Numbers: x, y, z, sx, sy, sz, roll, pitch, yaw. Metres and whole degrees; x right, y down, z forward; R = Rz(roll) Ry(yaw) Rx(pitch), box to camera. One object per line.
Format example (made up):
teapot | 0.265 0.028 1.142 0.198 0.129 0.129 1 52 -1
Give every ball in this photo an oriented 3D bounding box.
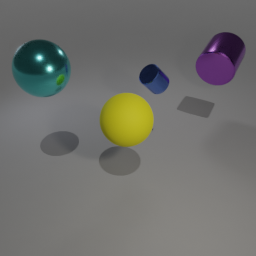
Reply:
ball | -0.037 -0.209 7.269 1.400 1.400 1.400 0 32 0
ball | -2.118 -1.456 6.909 1.400 1.400 1.400 0 32 0

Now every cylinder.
cylinder | 0.809 -1.494 8.608 0.700 0.700 0.700 36 3 43
cylinder | 3.345 -2.492 10.109 1.400 1.400 1.400 18 53 26
